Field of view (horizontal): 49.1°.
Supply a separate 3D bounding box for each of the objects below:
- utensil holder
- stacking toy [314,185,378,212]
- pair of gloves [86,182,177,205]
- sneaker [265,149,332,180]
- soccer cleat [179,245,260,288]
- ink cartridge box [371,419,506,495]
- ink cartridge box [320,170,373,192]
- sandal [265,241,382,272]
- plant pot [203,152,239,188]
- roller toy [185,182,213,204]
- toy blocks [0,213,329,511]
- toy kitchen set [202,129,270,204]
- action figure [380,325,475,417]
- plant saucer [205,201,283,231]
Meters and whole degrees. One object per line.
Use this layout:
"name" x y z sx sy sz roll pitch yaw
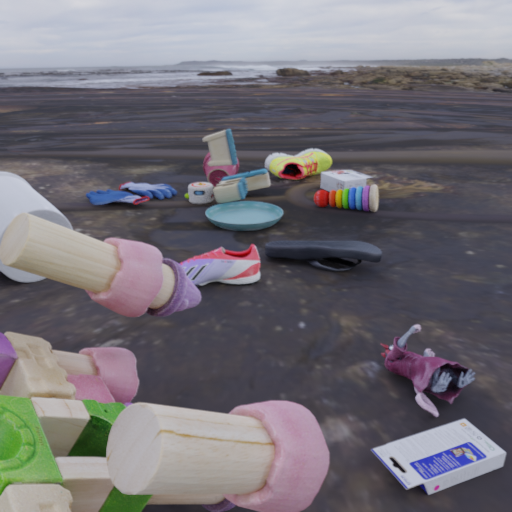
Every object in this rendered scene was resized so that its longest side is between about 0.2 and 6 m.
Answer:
"utensil holder" -4.365 -0.537 10.153 1.520 1.520 1.789 -19 37 -40
"stacking toy" 2.229 -1.444 14.044 1.593 0.680 0.680 2 21 18
"pair of gloves" -3.355 -1.643 15.027 1.839 0.261 2.287 10 22 29
"sneaker" 1.400 -2.673 17.098 2.154 0.842 0.973 -10 35 -18
"soccer cleat" -0.845 0.169 9.747 1.840 0.673 0.628 -3 21 -8
"ink cartridge box" 1.816 2.022 5.614 1.239 0.230 0.587 -7 23 -23
"ink cartridge box" 2.542 -2.046 15.705 1.018 0.486 1.160 -10 23 -24
"sandal" 1.280 0.001 10.623 2.272 0.486 0.864 3 12 28
"plant pot" -1.039 -2.448 16.198 1.042 1.042 0.933 0 37 1
"roller toy" -1.449 -1.674 14.728 0.723 0.505 0.659 -19 28 -40
"toy blocks" -1.019 1.731 4.422 2.580 3.065 2.865 25 12 -46
"toy kitchen set" -0.447 -2.396 14.294 1.269 1.725 2.154 -10 14 6
"action figure" 1.980 1.423 6.909 1.264 0.846 0.941 12 64 56
"plant saucer" -0.276 -0.926 13.164 1.818 0.249 1.818 -1 22 0
